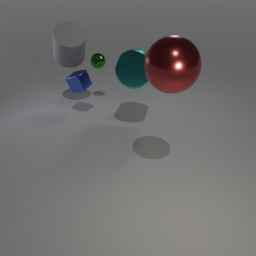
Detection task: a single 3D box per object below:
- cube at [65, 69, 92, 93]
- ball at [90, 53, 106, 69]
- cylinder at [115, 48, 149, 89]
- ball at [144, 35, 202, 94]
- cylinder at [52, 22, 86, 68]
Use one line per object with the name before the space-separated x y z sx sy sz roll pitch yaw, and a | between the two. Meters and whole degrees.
cube | -2.089 -1.993 11.951 0.700 0.700 0.700 -2 35 32
ball | -1.391 -3.117 13.014 0.700 0.700 0.700 0 29 0
cylinder | 0.328 -2.282 10.643 1.400 1.400 1.400 5 18 9
ball | 1.092 -1.543 6.887 1.400 1.400 1.400 0 29 0
cylinder | -2.554 -3.596 12.214 1.400 1.400 1.400 5 63 -10
